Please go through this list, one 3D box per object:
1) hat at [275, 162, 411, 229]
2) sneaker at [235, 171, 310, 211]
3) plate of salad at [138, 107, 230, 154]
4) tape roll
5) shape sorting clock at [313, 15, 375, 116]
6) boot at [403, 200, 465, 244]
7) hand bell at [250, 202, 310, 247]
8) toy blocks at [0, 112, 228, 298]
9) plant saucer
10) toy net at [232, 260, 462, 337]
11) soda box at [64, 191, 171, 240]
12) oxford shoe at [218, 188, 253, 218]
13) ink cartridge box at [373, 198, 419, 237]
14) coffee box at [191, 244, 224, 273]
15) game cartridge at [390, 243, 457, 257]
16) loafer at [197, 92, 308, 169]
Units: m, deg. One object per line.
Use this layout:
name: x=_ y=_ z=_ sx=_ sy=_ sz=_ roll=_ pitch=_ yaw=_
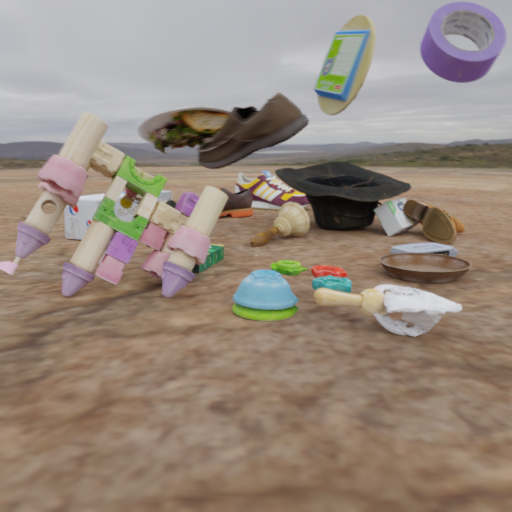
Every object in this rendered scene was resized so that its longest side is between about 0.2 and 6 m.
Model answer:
hat: x=2.152 y=-1.403 z=14.395 sx=3.481 sy=1.404 sz=3.481 roll=1 pitch=22 yaw=-1
sneaker: x=0.563 y=-2.143 z=18.267 sx=2.721 sy=1.226 sz=1.020 roll=4 pitch=12 yaw=19
plate of salad: x=-1.552 y=-2.889 z=13.148 sx=2.382 sy=0.572 sz=2.382 roll=-9 pitch=-7 yaw=-1
tape roll: x=3.444 y=-3.575 z=9.372 sx=1.274 sy=1.274 sz=0.541 roll=0 pitch=-22 yaw=-2
shape sorting clock: x=1.869 y=-3.960 z=11.723 sx=0.407 sy=2.076 sz=2.076 roll=16 pitch=5 yaw=-23
boot: x=4.323 y=-0.666 z=12.907 sx=1.362 sy=0.673 sz=1.754 roll=17 pitch=15 yaw=-31
hand bell: x=0.405 y=-0.548 z=12.278 sx=0.847 sy=0.847 sz=1.627 roll=8 pitch=26 yaw=35
toy blocks: x=-2.176 y=-0.314 z=8.361 sx=2.504 sy=2.256 sz=2.680 roll=29 pitch=-12 yaw=-20
plant saucer: x=2.763 y=0.209 z=9.228 sx=1.461 sy=0.267 sz=1.461 roll=0 pitch=11 yaw=0
toy net: x=1.126 y=0.562 z=7.014 sx=2.816 sy=0.544 sz=1.477 roll=9 pitch=12 yaw=32
soda box: x=-3.264 y=-1.046 z=13.652 sx=1.008 sy=0.942 sz=2.960 roll=5 pitch=13 yaw=25
oxford shoe: x=-1.237 y=-1.537 z=16.195 sx=2.410 sy=0.874 sz=0.858 roll=-6 pitch=13 yaw=-29
ink cartridge box: x=3.365 y=-0.933 z=13.384 sx=0.448 sy=0.745 sz=1.025 roll=-36 pitch=-14 yaw=36
coffee box: x=-1.137 y=0.021 z=10.080 sx=0.790 sy=0.283 sz=1.285 roll=4 pitch=12 yaw=17
game cartridge: x=3.205 y=-0.082 z=10.820 sx=1.118 sy=0.226 sz=0.745 roll=-5 pitch=16 yaw=-25
loafer: x=-0.227 y=-2.784 z=12.254 sx=2.965 sy=1.053 sz=1.083 roll=-15 pitch=22 yaw=39
